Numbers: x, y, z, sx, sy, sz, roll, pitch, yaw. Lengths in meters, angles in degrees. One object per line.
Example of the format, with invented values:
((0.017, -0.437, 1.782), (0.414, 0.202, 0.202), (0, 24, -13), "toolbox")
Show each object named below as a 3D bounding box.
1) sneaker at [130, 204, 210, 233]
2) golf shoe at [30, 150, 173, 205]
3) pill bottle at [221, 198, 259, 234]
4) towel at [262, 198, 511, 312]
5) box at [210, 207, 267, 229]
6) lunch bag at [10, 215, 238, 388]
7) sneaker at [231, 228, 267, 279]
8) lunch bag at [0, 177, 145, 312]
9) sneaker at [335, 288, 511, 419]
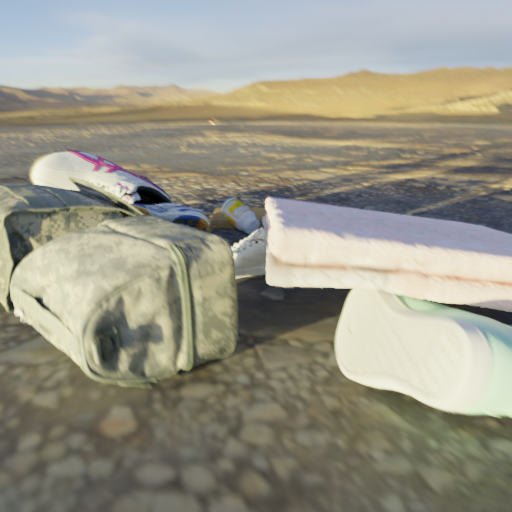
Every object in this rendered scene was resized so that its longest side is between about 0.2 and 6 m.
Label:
((-2.112, -0.711, 11.750), (2.244, 0.845, 0.989), (9, 23, -10), "sneaker")
((-3.341, -1.556, 12.697), (3.313, 1.203, 1.525), (10, 11, -42), "golf shoe")
((-0.338, -0.875, 12.579), (0.505, 0.505, 0.896), (-14, 42, -38), "pill bottle")
((2.102, -0.074, 7.425), (4.080, 0.688, 4.271), (7, 11, 0), "towel")
((-0.146, -0.931, 13.573), (1.808, 0.192, 1.478), (0, 18, 2), "box")
((-1.608, 0.494, 6.605), (1.938, 1.610, 2.311), (-12, 21, -38), "lunch bag")
((-0.206, -0.085, 9.803), (2.002, 0.847, 0.729), (-5, 20, -12), "sneaker")
((-3.005, -0.353, 9.255), (2.919, 1.716, 2.394), (-8, 20, -39), "lunch bag")
((2.048, 1.098, 6.018), (1.761, 1.099, 2.985), (16, 2, -15), "sneaker")
